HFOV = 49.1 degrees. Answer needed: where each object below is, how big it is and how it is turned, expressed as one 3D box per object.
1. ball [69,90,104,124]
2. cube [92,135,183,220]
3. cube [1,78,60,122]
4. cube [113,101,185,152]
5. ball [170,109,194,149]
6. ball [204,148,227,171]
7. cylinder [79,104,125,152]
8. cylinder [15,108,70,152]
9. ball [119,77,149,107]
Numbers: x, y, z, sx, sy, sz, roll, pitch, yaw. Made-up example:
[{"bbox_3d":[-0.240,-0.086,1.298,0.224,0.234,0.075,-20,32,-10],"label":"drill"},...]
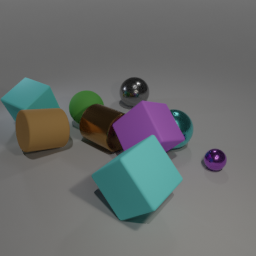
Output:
[{"bbox_3d":[-1.648,-0.797,11.194,1.400,1.400,1.400,0,29,0],"label":"ball"},{"bbox_3d":[0.230,1.262,7.131,1.400,1.400,1.400,-32,-2,-45],"label":"cube"},{"bbox_3d":[-3.800,-0.904,11.112,1.400,1.400,1.400,21,57,26],"label":"cube"},{"bbox_3d":[0.649,0.132,8.838,1.400,1.400,1.400,0,59,-52],"label":"cube"},{"bbox_3d":[1.612,0.032,9.955,1.400,1.400,1.400,0,29,0],"label":"ball"},{"bbox_3d":[2.780,1.003,8.923,0.700,0.700,0.700,0,29,0],"label":"ball"},{"bbox_3d":[-0.782,-0.031,10.070,1.400,1.400,1.400,22,36,35],"label":"cylinder"},{"bbox_3d":[-2.943,0.045,9.633,1.400,1.400,1.400,-7,27,-39],"label":"cylinder"},{"bbox_3d":[0.297,-1.666,13.051,1.400,1.400,1.400,0,29,0],"label":"ball"}]
